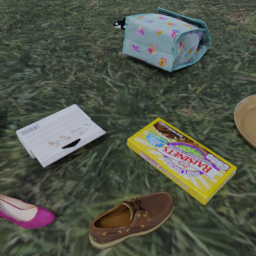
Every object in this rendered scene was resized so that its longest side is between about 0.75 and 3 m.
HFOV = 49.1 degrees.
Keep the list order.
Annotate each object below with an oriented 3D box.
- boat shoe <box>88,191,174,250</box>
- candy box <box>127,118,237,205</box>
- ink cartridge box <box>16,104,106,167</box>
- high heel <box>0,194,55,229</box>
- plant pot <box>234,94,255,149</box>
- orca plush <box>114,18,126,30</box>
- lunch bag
[{"bbox_3d":[0.132,1.927,6.156,2.101,0.710,0.756,-19,47,-19],"label":"boat shoe"},{"bbox_3d":[1.392,0.762,7.634,1.383,0.357,2.706,-35,54,-28],"label":"candy box"},{"bbox_3d":[-1.904,0.251,8.093,1.989,0.445,1.753,-29,50,-26],"label":"ink cartridge box"},{"bbox_3d":[-2.451,1.784,6.262,1.608,0.771,0.542,10,45,11],"label":"high heel"},{"bbox_3d":[4.678,0.008,8.390,2.999,0.412,2.999,1,44,-1],"label":"plant pot"},{"bbox_3d":[-0.054,-5.140,13.709,1.312,0.466,0.690,16,46,16],"label":"orca plush"},{"bbox_3d":[1.671,-3.625,11.208,2.532,1.813,2.973,31,42,30],"label":"lunch bag"}]
